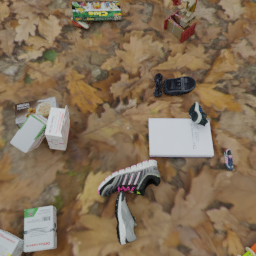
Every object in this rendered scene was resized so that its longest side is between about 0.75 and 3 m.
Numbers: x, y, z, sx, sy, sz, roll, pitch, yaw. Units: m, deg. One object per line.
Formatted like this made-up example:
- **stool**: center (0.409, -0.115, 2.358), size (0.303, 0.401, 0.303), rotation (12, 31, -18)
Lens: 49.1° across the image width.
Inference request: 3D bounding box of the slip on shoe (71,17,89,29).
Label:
- **slip on shoe**: center (-2.227, -4.792, 12.949), size (0.972, 0.297, 0.360), rotation (30, 35, 15)

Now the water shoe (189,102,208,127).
- **water shoe**: center (2.666, -0.483, 10.572), size (0.555, 0.503, 1.407), rotation (29, 31, -10)

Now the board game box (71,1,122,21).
- **board game box**: center (-1.473, -5.496, 13.130), size (2.273, 0.267, 1.191), rotation (-6, 61, -10)

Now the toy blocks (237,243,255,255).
- **toy blocks**: center (4.074, 3.979, 8.607), size (1.098, 0.399, 0.915), rotation (-31, 68, -14)

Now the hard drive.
- **hard drive**: center (1.931, 0.353, 10.423), size (2.278, 0.289, 1.503), rotation (1, 63, 0)

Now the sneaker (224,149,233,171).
- **sneaker**: center (3.630, 1.134, 10.035), size (0.276, 0.322, 0.785), rotation (-3, 64, -2)

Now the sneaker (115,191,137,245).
- **sneaker**: center (-0.075, 2.875, 9.093), size (0.652, 0.608, 1.645), rotation (-3, 70, -12)

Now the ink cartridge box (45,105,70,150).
- **ink cartridge box**: center (-2.367, -0.013, 9.491), size (0.593, 1.757, 1.024), rotation (8, 66, -6)

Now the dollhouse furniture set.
- **dollhouse furniture set**: center (2.333, -4.864, 11.940), size (0.895, 2.201, 1.185), rotation (-39, 72, -16)

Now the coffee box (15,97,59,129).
- **coffee box**: center (-3.430, -0.548, 10.689), size (1.546, 0.616, 0.884), rotation (-11, 64, -5)

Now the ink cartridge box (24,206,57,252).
- **ink cartridge box**: center (-2.773, 3.210, 8.903), size (0.936, 0.531, 1.277), rotation (-6, 64, -3)

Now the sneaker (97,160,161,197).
- **sneaker**: center (0.120, 1.886, 9.380), size (2.265, 0.836, 0.991), rotation (-21, 62, -13)

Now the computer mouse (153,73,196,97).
- **computer mouse**: center (1.909, -1.703, 11.403), size (1.688, 0.445, 1.169), rotation (0, 64, 12)

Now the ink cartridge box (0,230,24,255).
- **ink cartridge box**: center (-3.792, 3.788, 8.449), size (0.843, 0.840, 1.161), rotation (23, 66, 11)

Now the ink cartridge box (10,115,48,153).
- **ink cartridge box**: center (-3.205, 0.155, 9.517), size (0.635, 1.505, 1.100), rotation (35, 90, -4)
